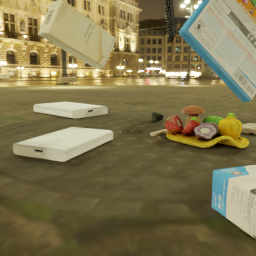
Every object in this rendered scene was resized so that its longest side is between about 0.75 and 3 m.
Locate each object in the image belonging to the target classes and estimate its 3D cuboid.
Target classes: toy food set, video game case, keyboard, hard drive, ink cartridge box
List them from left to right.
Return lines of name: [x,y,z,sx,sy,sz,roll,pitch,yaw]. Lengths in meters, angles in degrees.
hard drive: [-1.397,0.314,6.542,1.346,0.272,2.040,5,11,23]
hard drive: [-2.545,-0.820,12.258,2.835,0.372,1.869,10,15,41]
keyboard: [1.367,-3.800,9.333,0.218,1.701,1.021,-5,2,2]
toy food set: [1.814,-0.118,7.248,1.525,0.847,2.592,-9,14,-40]
video game case: [2.545,-2.303,5.854,2.079,2.905,0.259,40,-14,-18]
ink cartridge box: [1.701,0.873,2.901,0.896,0.524,1.545,-4,11,-18]

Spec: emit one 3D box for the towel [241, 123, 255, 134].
towel: [3.756,0.027,8.319,0.712,0.185,1.074,12,15,41]

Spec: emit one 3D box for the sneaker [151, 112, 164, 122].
sneaker: [1.088,-0.407,10.266,0.399,0.334,0.880,10,15,14]

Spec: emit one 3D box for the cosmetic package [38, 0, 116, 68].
cosmetic package: [-2.039,-3.810,11.661,2.867,1.484,1.048,23,-3,-40]
